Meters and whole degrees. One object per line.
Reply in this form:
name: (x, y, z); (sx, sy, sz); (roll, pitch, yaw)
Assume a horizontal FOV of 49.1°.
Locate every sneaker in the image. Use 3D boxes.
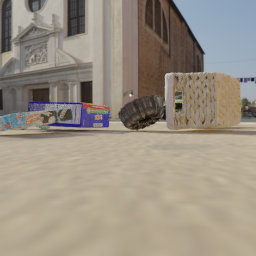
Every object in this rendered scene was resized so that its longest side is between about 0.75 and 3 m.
sneaker: (-2.763, -0.438, 7.851); (1.264, 0.884, 0.491); (-2, 13, -40)
sneaker: (2.579, -0.871, 10.181); (2.793, 1.032, 1.131); (0, 34, 2)

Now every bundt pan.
bundt pan: (0.368, -0.310, 6.706); (1.161, 0.436, 1.161); (-18, -21, -7)

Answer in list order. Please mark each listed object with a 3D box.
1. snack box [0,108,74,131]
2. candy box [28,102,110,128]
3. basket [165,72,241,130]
snack box: (-1.853, -0.156, 5.393); (0.830, 0.265, 1.428); (-8, 3, 35)
candy box: (-1.450, -0.317, 7.046); (1.591, 0.613, 1.345); (4, 0, 22)
basket: (1.867, -0.639, 6.709); (1.200, 1.318, 1.945); (-1, 3, 36)
